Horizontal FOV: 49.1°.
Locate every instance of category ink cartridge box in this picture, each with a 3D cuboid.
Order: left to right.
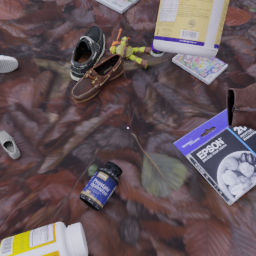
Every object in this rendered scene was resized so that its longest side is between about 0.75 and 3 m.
[{"bbox_3d":[3.094,0.642,8.514,2.438,0.534,2.461,-31,62,-17],"label":"ink cartridge box"}]

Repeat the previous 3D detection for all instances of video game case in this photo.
[{"bbox_3d":[-0.464,-6.115,12.883,1.925,0.220,1.752,34,64,20],"label":"video game case"},{"bbox_3d":[2.726,-2.475,10.658,1.722,0.155,1.233,40,66,21],"label":"video game case"}]

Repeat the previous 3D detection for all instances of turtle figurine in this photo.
[{"bbox_3d":[0.019,-2.919,10.563,1.647,0.658,2.043,13,67,6],"label":"turtle figurine"}]

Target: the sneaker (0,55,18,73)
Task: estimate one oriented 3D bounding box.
[{"bbox_3d":[-5.097,-2.555,10.354,2.056,0.760,0.842,-2,62,-2],"label":"sneaker"}]

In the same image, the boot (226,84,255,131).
[{"bbox_3d":[2.856,-0.142,6.499,1.475,1.774,0.642,-11,13,-24],"label":"boot"}]

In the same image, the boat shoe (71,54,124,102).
[{"bbox_3d":[-1.086,-1.790,9.714,2.231,0.785,0.785,-42,77,-11],"label":"boat shoe"}]

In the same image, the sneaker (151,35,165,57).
[{"bbox_3d":[1.500,-3.745,10.947,0.693,0.991,1.993,20,61,13],"label":"sneaker"}]

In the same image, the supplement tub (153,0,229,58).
[{"bbox_3d":[1.823,-3.407,7.876,1.904,2.619,1.904,8,16,-2],"label":"supplement tub"}]

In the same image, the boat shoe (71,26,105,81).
[{"bbox_3d":[-1.485,-3.024,10.577,0.965,0.909,2.688,10,57,8],"label":"boat shoe"}]

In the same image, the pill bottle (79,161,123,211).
[{"bbox_3d":[-0.717,1.588,7.809,0.717,0.717,1.282,27,63,16],"label":"pill bottle"}]

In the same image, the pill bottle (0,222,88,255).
[{"bbox_3d":[-2.059,2.977,6.704,2.073,1.132,1.132,-15,59,-9],"label":"pill bottle"}]

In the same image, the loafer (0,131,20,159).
[{"bbox_3d":[-3.712,0.469,8.686,0.399,0.398,1.140,-37,65,-20],"label":"loafer"}]
